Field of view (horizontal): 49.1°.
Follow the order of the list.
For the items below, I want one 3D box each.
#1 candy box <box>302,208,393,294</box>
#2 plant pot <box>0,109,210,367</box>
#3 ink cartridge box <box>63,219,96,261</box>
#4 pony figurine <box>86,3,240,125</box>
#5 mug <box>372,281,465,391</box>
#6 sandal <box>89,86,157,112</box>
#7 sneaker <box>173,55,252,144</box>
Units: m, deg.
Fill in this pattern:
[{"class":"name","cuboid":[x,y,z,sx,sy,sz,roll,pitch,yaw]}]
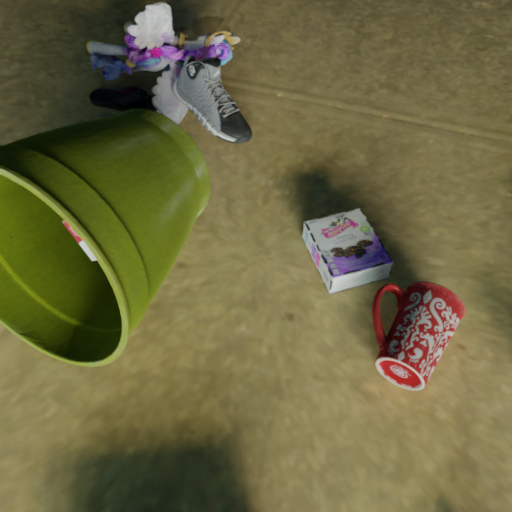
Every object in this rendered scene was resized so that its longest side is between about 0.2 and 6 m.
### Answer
[{"class":"candy box","cuboid":[1.410,-0.106,8.849,1.013,0.432,1.207,-15,53,-11]},{"class":"plant pot","cuboid":[-2.208,-0.591,7.913,3.084,3.084,2.969,22,43,16]},{"class":"ink cartridge box","cuboid":[-1.998,-0.484,8.363,1.356,0.995,0.562,-7,52,11]},{"class":"pony figurine","cuboid":[-1.953,-4.025,11.184,2.680,2.232,2.587,11,40,24]},{"class":"mug","cuboid":[2.098,1.071,7.726,1.149,0.864,1.295,18,57,28]},{"class":"sandal","cuboid":[-2.656,-3.215,11.373,1.568,0.375,0.589,8,52,6]},{"class":"sneaker","cuboid":[-0.751,-3.062,10.556,1.974,1.140,0.741,41,47,13]}]
